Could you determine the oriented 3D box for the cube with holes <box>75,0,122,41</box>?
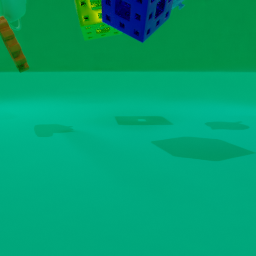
[{"bbox_3d":[-0.929,-3.734,8.903,1.311,1.311,1.311,-12,0,-3],"label":"cube with holes"}]

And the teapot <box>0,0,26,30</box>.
[{"bbox_3d":[-3.252,-3.569,7.770,0.833,1.702,1.058,-26,44,-35],"label":"teapot"}]

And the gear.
[{"bbox_3d":[-3.097,-2.202,7.475,0.266,1.436,1.436,-28,21,-16],"label":"gear"}]

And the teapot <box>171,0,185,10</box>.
[{"bbox_3d":[1.303,-3.851,8.147,1.112,0.875,1.788,-29,11,49],"label":"teapot"}]

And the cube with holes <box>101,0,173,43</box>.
[{"bbox_3d":[0.222,-2.810,6.008,1.138,1.138,1.138,33,61,16],"label":"cube with holes"}]
